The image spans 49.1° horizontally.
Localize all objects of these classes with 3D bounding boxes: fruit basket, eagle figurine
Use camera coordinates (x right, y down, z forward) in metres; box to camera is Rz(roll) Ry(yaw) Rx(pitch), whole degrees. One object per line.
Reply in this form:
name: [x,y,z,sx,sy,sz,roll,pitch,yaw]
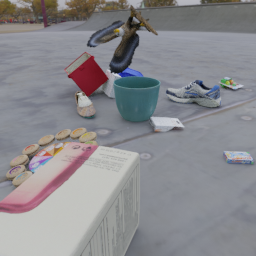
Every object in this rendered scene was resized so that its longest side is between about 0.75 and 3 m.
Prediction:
fruit basket: [5.691,-2.451,15.443,0.982,0.497,1.061,-20,34,-37]
eagle figurine: [-0.269,-3.594,11.091,1.772,2.348,1.782,18,40,-42]

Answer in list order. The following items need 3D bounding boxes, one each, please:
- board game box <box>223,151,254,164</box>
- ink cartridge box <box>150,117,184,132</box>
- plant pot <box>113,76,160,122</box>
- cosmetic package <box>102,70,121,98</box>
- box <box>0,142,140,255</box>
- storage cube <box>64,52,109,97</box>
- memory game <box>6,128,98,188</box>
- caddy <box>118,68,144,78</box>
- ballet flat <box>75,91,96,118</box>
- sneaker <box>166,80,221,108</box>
board game box: [3.317,0.888,8.427,0.757,0.130,0.512,2,24,4]
ink cartridge box: [1.461,-0.132,10.644,1.119,0.281,0.908,5,22,-11]
plant pot: [0.347,-1.125,11.258,1.853,1.487,1.853,0,24,0]
cosmetic package: [-0.861,-2.256,14.201,0.378,1.102,1.462,7,20,-25]
box: [-0.940,1.687,4.610,1.533,1.799,2.814,9,26,19]
storage cube: [-2.094,-2.738,14.191,1.667,1.498,1.425,-40,31,-2]
memory game: [-2.100,0.730,7.849,2.691,0.171,2.691,-15,28,8]
caddy: [0.068,-2.459,14.499,1.615,1.142,0.848,18,30,-7]
ballet flat: [-1.945,-1.094,12.099,0.729,0.720,2.141,-20,29,-15]
sneaker: [3.065,-1.759,13.125,2.624,1.118,1.011,11,26,24]
